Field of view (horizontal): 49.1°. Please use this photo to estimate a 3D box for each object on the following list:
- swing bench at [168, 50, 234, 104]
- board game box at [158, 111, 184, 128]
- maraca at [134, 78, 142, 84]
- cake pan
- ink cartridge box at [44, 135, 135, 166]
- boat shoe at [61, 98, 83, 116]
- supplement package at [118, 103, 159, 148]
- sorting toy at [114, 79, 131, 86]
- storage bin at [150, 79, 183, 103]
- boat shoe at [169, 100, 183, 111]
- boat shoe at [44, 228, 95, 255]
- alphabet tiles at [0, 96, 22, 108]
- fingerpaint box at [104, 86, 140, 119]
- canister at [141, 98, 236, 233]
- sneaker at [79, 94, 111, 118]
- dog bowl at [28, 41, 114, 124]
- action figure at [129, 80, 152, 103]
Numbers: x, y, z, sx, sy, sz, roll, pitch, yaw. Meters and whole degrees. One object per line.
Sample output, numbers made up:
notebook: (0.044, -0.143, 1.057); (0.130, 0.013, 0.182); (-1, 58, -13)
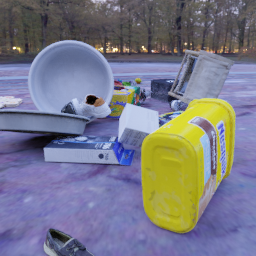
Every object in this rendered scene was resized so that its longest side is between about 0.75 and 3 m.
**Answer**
swing bench: (3.277, -2.229, 12.957); (1.542, 2.364, 2.376); (17, 12, -14)
board game box: (1.798, -0.194, 10.057); (1.637, 0.464, 1.353); (-12, 19, -34)
maraca: (0.789, -3.684, 21.920); (0.562, 0.439, 0.820); (17, 2, -12)
cake pan: (-2.541, -0.104, 8.251); (2.813, 0.516, 2.813); (3, -4, 0)
ink cartridge box: (-0.969, 0.564, 7.572); (2.284, 0.448, 1.136); (2, 16, 5)
boat shoe: (-1.873, -0.508, 9.174); (0.541, 0.656, 1.913); (-22, 3, -16)
supplement package: (0.283, -0.033, 7.631); (0.933, 0.686, 0.892); (14, 48, -12)
sorting toy: (-0.461, -2.549, 17.844); (1.854, 0.761, 1.114); (5, 28, -29)
storage bin: (2.360, -2.086, 15.457); (1.493, 1.035, 2.208); (-9, 20, -26)
boat shoe: (2.159, -1.088, 13.077); (0.468, 0.494, 1.413); (1, 14, 25)
boat shoe: (-0.807, 1.704, 3.880); (1.020, 0.331, 0.373); (10, 19, 31)
alphabet tiles: (-6.858, -1.233, 14.012); (2.799, 0.204, 2.738); (-2, 17, -8)
fingerpaint box: (-1.144, -1.269, 12.559); (2.996, 1.099, 2.499); (4, 17, 15)
canister: (1.224, 0.550, 5.261); (1.050, 1.802, 2.426); (7, 20, 31)
sneaker: (-1.343, -0.858, 9.811); (1.888, 0.799, 0.687); (6, 39, 48)
dog bowl: (-2.020, -1.619, 10.328); (2.984, 2.984, 1.175); (-1, 11, -5)
action figure: (0.018, -1.781, 14.053); (2.415, 1.571, 0.838); (0, 59, 5)
